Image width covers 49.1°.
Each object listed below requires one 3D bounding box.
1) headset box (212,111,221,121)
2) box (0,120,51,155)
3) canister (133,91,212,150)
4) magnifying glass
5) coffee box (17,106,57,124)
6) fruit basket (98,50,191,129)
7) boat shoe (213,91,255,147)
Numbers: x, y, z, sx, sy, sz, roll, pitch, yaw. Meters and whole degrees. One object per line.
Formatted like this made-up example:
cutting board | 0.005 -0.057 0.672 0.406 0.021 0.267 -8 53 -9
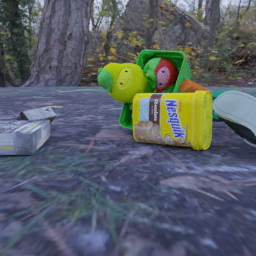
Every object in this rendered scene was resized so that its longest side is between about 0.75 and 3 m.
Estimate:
headset box | 2.962 -0.419 9.611 0.583 0.294 0.785 2 10 10
box | -2.525 0.160 5.968 1.406 0.429 1.775 0 10 -5
canister | 0.907 -0.190 5.937 1.575 1.170 0.682 4 10 32
magnifying glass | 2.258 -0.765 7.427 2.566 0.287 1.021 15 -46 -41
coffee box | -2.457 -0.220 7.471 0.373 0.535 0.935 50 33 13
fruit basket | 0.393 -0.975 6.911 1.629 2.258 2.258 16 18 40
boat shoe | 2.649 -0.027 5.332 0.723 0.907 2.398 43 6 -35
